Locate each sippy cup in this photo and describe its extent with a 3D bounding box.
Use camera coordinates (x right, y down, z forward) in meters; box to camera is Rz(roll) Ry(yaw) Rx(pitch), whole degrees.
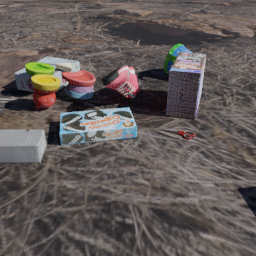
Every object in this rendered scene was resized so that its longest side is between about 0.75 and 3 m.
[{"bbox_3d":[2.760,-3.090,13.576,1.461,1.566,1.994,35,54,28],"label":"sippy cup"}]

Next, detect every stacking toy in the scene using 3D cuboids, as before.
[{"bbox_3d":[-2.937,-1.802,11.764,2.762,1.167,2.500,-10,35,-37],"label":"stacking toy"}]

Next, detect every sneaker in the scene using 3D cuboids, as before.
[{"bbox_3d":[-0.062,-1.746,11.017,1.043,1.227,2.830,-29,3,20],"label":"sneaker"}]

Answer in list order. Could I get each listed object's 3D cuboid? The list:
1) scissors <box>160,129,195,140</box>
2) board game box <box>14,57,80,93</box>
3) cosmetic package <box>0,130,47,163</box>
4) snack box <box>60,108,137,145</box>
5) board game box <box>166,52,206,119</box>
[{"bbox_3d":[1.685,0.134,9.565,1.215,0.085,0.444,18,38,29],"label":"scissors"},{"bbox_3d":[-3.686,-2.516,13.144,1.876,0.817,2.543,11,33,18],"label":"board game box"},{"bbox_3d":[-3.341,0.530,8.311,1.628,0.734,0.869,1,35,-3],"label":"cosmetic package"},{"bbox_3d":[-1.039,-0.109,9.567,2.484,0.461,1.443,-6,32,-9],"label":"snack box"},{"bbox_3d":[2.289,-1.714,10.875,1.101,1.813,2.274,9,32,15],"label":"board game box"}]
